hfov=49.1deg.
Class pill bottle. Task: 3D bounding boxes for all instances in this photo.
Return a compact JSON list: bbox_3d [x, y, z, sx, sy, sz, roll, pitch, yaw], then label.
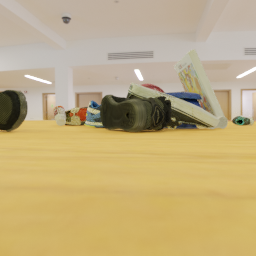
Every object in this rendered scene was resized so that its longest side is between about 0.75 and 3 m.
[{"bbox_3d":[-3.079,-0.561,12.674,0.506,0.506,0.923,-1,44,-22],"label":"pill bottle"}]

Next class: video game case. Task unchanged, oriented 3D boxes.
[{"bbox_3d":[2.748,-1.413,11.052,0.334,2.917,2.655,-25,2,-1],"label":"video game case"}]

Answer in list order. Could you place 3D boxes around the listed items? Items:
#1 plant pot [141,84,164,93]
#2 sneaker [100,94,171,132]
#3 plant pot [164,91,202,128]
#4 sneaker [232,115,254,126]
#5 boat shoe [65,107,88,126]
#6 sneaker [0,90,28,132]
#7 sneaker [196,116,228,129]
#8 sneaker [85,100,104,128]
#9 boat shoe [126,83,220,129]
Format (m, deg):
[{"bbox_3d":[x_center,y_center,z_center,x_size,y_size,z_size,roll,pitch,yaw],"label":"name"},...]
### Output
[{"bbox_3d":[1.047,-0.884,12.346,1.902,1.902,1.702,-1,18,-15],"label":"plant pot"},{"bbox_3d":[0.200,-0.414,8.012,1.567,1.046,2.736,1,4,-29],"label":"sneaker"},{"bbox_3d":[1.830,-0.634,10.087,1.425,1.281,1.424,2,4,43],"label":"plant pot"},{"bbox_3d":[5.473,-0.352,13.696,0.593,0.504,1.299,-5,2,-19],"label":"sneaker"},{"bbox_3d":[-2.396,-0.548,12.853,0.753,0.857,2.407,13,-13,-43],"label":"boat shoe"},{"bbox_3d":[-3.826,-0.386,7.030,2.772,1.060,1.588,-2,2,33],"label":"sneaker"},{"bbox_3d":[2.781,-0.184,9.370,1.165,0.429,0.673,-3,7,-41],"label":"sneaker"},{"bbox_3d":[-0.472,-0.498,9.957,2.488,1.023,0.920,3,1,25],"label":"sneaker"},{"bbox_3d":[1.304,-0.484,8.632,2.896,0.922,1.024,21,14,7],"label":"boat shoe"}]
